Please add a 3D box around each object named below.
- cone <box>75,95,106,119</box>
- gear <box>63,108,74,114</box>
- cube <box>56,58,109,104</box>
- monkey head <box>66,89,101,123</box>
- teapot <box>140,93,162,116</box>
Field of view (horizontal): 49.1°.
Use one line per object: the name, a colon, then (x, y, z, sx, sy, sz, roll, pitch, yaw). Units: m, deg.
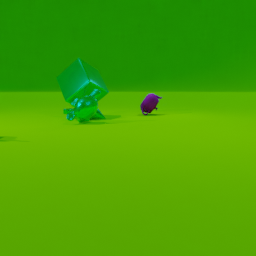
cone: (-1.233, -0.543, 10.061, 0.980, 0.977, 0.977, 26, 9, 1)
gear: (-2.316, -0.758, 12.534, 1.115, 0.206, 1.115, -1, 7, 0)
cube: (-1.766, -1.665, 10.906, 1.273, 1.273, 1.273, -37, -29, 18)
monkey head: (-1.479, -0.717, 9.067, 1.011, 1.406, 0.847, 40, -16, 16)
teapot: (0.994, -1.028, 11.920, 0.701, 0.890, 1.432, 37, 56, 4)
